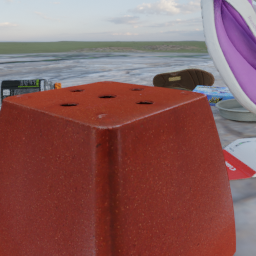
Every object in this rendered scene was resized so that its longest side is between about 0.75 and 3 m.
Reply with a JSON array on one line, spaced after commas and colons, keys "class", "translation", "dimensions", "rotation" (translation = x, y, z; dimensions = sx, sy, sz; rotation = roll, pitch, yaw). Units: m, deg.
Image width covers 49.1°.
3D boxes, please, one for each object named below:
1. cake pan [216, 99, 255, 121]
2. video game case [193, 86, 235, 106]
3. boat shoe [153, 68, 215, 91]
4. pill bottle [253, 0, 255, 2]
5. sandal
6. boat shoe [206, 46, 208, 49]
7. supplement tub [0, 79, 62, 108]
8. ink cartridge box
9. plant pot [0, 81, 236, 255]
[{"class": "cake pan", "translation": [3.769, -0.596, 8.806], "dimensions": [1.950, 0.358, 1.950], "rotation": [-4, 16, 1]}, {"class": "video game case", "translation": [3.565, -1.251, 10.894], "dimensions": [2.040, 0.464, 1.849], "rotation": [7, 18, 20]}, {"class": "boat shoe", "translation": [2.665, -2.353, 13.410], "dimensions": [2.854, 1.054, 1.056], "rotation": [5, 13, 16]}, {"class": "pill bottle", "translation": [2.801, -3.322, 5.967], "dimensions": [1.919, 1.000, 1.000], "rotation": [40, 30, 11]}, {"class": "sandal", "translation": [1.595, -1.605, 3.825], "dimensions": [1.192, 2.928, 0.720], "rotation": [0, -16, -30]}, {"class": "boat shoe", "translation": [2.351, -2.865, 7.137], "dimensions": [0.581, 1.788, 0.645], "rotation": [15, 21, -17]}, {"class": "supplement tub", "translation": [-2.994, -0.867, 8.500], "dimensions": [1.971, 1.208, 1.208], "rotation": [-4, 18, -12]}, {"class": "ink cartridge box", "translation": [2.325, 0.562, 5.542], "dimensions": [1.465, 0.367, 1.179], "rotation": [-2, 18, -12]}, {"class": "plant pot", "translation": [-0.188, 0.576, 2.962], "dimensions": [2.164, 1.907, 2.162], "rotation": [16, 24, 39]}]
